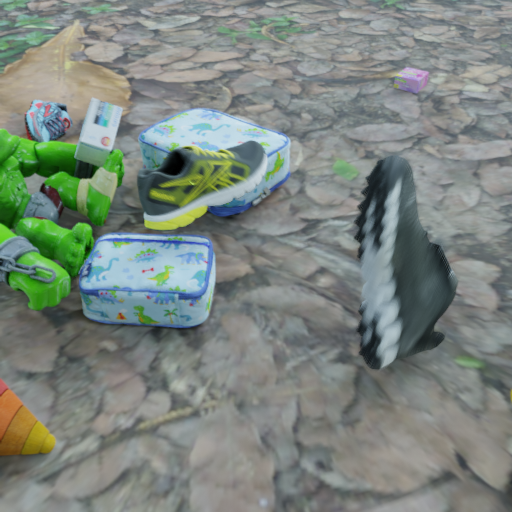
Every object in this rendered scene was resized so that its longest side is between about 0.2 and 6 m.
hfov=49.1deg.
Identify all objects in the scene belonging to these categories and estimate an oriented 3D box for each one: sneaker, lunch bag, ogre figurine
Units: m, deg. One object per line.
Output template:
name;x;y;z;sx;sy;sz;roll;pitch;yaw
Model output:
sneaker;2.096;0.089;7.658;1.334;2.949;0.980;-5;16;-10
lunch bag;-0.809;-2.058;11.661;2.823;1.164;2.270;26;47;28
lunch bag;-1.718;0.316;9.066;2.066;0.852;1.661;3;36;2
sneaker;-0.821;-1.388;9.176;0.960;1.091;2.578;20;47;42
ogre figurine;-4.003;-0.940;9.727;2.686;2.198;4.480;15;54;-9
sneaker;-4.910;-3.199;13.344;0.982;0.815;2.056;-5;40;-9

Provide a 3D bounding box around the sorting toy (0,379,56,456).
sorting toy;-3.209;2.826;6.133;1.103;1.110;3.201;24;38;-7

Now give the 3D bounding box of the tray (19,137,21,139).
tray;-5.888;-2.047;12.316;0.918;0.345;1.861;0;39;0

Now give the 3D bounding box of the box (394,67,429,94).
box;4.378;-4.963;15.813;0.686;0.377;0.779;24;46;27

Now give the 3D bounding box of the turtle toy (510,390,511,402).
turtle toy;4.168;2.320;6.149;1.995;1.384;2.738;-15;43;-1

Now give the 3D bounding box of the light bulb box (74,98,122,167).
light bulb box;-2.979;-2.302;10.546;0.583;0.934;0.926;16;73;-20
